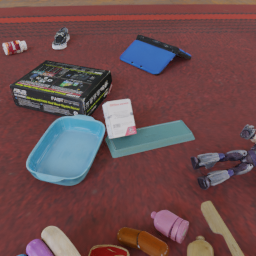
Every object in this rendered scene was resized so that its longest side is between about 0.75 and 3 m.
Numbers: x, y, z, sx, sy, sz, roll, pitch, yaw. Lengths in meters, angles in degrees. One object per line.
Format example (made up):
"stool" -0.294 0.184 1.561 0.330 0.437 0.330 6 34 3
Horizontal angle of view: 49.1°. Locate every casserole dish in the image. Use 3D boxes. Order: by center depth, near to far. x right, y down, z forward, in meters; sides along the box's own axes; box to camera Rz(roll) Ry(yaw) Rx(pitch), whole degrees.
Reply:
"casserole dish" -1.594 0.593 7.637 1.624 0.520 2.681 9 40 8

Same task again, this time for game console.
"game console" 1.270 -3.259 12.932 2.459 1.455 2.099 33 17 35

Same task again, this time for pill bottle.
"pill bottle" -5.430 -3.888 13.476 0.998 0.564 0.564 -22 43 -26

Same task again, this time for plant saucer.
"plant saucer" 0.662 0.259 8.352 2.580 0.245 0.902 -12 39 -14

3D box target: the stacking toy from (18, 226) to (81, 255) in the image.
"stacking toy" -2.052 2.888 4.229 2.966 1.266 1.266 -32 48 -29

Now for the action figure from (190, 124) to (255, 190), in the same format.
"action figure" 2.887 0.815 6.926 2.485 0.862 1.617 -16 66 -4

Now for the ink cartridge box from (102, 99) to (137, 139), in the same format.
"ink cartridge box" -0.241 -0.260 7.954 0.745 1.016 0.421 -11 -1 -23

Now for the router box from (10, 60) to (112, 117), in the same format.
"router box" -2.274 -1.407 9.956 2.873 0.893 2.153 13 39 17

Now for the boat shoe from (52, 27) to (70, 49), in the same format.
"boat shoe" -3.432 -4.641 14.363 0.710 0.671 1.980 3 38 4

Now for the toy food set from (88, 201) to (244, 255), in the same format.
"toy food set" 0.521 2.461 5.354 2.948 0.464 1.874 -15 39 -7
